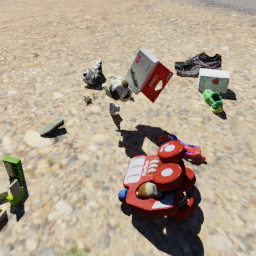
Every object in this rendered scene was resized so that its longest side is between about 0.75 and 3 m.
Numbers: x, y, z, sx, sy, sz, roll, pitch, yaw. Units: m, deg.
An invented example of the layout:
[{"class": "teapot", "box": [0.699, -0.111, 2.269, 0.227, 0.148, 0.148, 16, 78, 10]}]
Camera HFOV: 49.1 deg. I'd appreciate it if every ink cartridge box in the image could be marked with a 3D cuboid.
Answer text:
[{"class": "ink cartridge box", "box": [0.763, -2.032, 11.418, 1.595, 1.838, 0.400, 45, 47, 11]}]

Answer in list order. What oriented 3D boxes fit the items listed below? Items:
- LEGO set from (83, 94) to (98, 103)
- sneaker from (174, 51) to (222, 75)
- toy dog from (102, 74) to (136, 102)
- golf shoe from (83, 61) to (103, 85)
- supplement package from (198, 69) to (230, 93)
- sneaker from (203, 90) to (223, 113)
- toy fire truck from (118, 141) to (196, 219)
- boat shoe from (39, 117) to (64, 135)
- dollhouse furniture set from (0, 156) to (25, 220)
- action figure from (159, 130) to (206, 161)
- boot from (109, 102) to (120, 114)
[{"class": "LEGO set", "box": [-1.868, -1.401, 13.734, 0.893, 0.253, 0.580, -13, 37, -40]}, {"class": "sneaker", "box": [4.099, -3.887, 16.348, 2.845, 1.228, 1.143, -2, 34, -2]}, {"class": "toy dog", "box": [-0.371, -1.467, 11.167, 1.424, 1.025, 1.468, 48, 4, 3]}, {"class": "golf shoe", "box": [-1.968, -3.175, 15.657, 1.060, 0.872, 2.243, 1, 34, 2]}, {"class": "supplement package", "box": [4.443, -2.459, 14.589, 1.488, 0.902, 0.891, 7, 36, 10]}, {"class": "sneaker", "box": [4.089, -1.412, 13.232, 0.656, 0.741, 1.772, -5, 35, -6]}, {"class": "toy fire truck", "box": [0.824, 1.647, 8.555, 2.169, 1.448, 2.583, -14, 29, 23]}, {"class": "boat shoe", "box": [-3.129, -0.029, 11.612, 1.165, 0.363, 0.435, -36, 53, -19]}, {"class": "dollhouse furniture set", "box": [-3.972, 1.935, 8.313, 1.172, 0.905, 2.345, 11, 36, 16]}, {"class": "action figure", "box": [2.065, 0.721, 10.459, 1.847, 0.477, 0.604, 28, 49, 27]}, {"class": "boot", "box": [-0.565, -0.925, 12.361, 0.460, 0.962, 0.354, -16, 74, -13]}]
